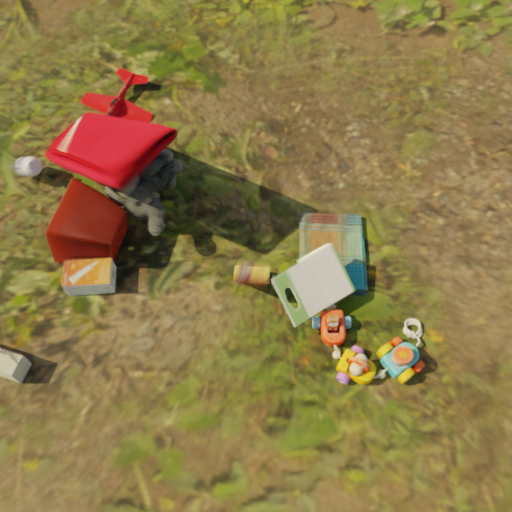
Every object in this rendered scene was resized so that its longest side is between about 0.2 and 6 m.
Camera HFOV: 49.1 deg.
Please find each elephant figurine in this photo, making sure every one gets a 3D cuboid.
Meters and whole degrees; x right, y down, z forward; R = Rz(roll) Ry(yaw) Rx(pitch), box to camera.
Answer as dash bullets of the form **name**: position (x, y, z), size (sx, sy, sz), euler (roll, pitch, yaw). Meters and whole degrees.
- **elephant figurine**: position (-2.356, -1.286, 11.302), size (1.304, 1.430, 1.843), euler (27, 67, -18)

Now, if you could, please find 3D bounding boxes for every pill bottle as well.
- **pill bottle**: position (-4.808, -1.893, 11.890), size (0.699, 0.418, 0.418), euler (11, 53, 50)

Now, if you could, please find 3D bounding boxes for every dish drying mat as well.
- **dish drying mat**: position (-3.014, -2.173, 10.923), size (1.500, 0.355, 3.905), euler (-46, 37, -16)

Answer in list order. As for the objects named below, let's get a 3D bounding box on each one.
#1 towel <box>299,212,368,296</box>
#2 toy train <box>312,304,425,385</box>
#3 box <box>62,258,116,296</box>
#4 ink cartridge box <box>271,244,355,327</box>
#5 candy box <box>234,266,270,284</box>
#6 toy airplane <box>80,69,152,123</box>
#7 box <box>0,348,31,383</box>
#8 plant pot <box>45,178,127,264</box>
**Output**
- **towel**: position (1.530, -0.081, 11.290), size (1.342, 0.198, 1.830), euler (2, 61, 0)
- **toy train**: position (2.072, 1.546, 10.187), size (2.074, 0.577, 1.558), euler (3, 62, 2)
- **box**: position (-3.231, 0.409, 10.875), size (0.916, 0.446, 0.570), euler (-4, 62, -2)
- **ink cartridge box**: position (1.027, 0.535, 10.412), size (1.414, 0.339, 1.029), euler (-29, 98, -15)
- **candy box**: position (-0.062, 0.360, 10.521), size (0.639, 1.095, 0.309), euler (3, 88, 3)
- **toy airplane**: position (-3.156, -3.742, 13.198), size (1.832, 0.337, 1.832), euler (1, 62, -1)
- **box**: position (-4.725, 1.868, 10.068), size (1.199, 0.493, 0.410), euler (17, 62, 7)
- **plant pot**: position (-3.234, -0.515, 10.985), size (1.148, 1.301, 1.302), euler (17, 62, -2)
